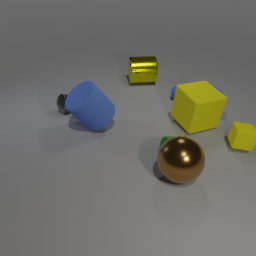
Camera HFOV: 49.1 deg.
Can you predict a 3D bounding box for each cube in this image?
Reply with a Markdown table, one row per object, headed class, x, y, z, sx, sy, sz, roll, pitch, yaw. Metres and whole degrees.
| class | x | y | z | sx | sy | sz | roll | pitch | yaw |
| --- | --- | --- | --- | --- | --- | --- | --- | --- | --- |
| cube | 3.981 | 0.287 | 9.736 | 0.700 | 0.700 | 0.700 | 10 | 30 | 2 |
| cube | 2.712 | -0.840 | 10.940 | 1.400 | 1.400 | 1.400 | -12 | 41 | -22 |

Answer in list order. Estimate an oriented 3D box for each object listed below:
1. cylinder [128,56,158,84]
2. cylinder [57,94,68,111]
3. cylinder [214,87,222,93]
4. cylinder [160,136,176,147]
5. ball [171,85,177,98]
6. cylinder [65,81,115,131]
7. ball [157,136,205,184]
| class | x | y | z | sx | sy | sz | roll | pitch | yaw |
| --- | --- | --- | --- | --- | --- | --- | --- | --- | --- |
| cylinder | 0.759 | -3.068 | 14.793 | 1.400 | 1.400 | 1.400 | -3 | 32 | -6 |
| cylinder | -2.595 | -1.095 | 12.098 | 0.700 | 0.700 | 0.700 | 27 | 17 | 36 |
| cylinder | 3.586 | -1.350 | 11.815 | 0.700 | 0.700 | 0.700 | 10 | 20 | 16 |
| cylinder | 1.535 | 0.628 | 9.396 | 0.700 | 0.700 | 0.700 | 1 | 30 | -21 |
| ball | 2.382 | -1.667 | 13.201 | 0.700 | 0.700 | 0.700 | 0 | 32 | 0 |
| cylinder | -1.426 | -0.832 | 10.675 | 1.400 | 1.400 | 1.400 | -22 | 46 | 24 |
| ball | 1.569 | 0.938 | 8.311 | 1.400 | 1.400 | 1.400 | 0 | 32 | 0 |
